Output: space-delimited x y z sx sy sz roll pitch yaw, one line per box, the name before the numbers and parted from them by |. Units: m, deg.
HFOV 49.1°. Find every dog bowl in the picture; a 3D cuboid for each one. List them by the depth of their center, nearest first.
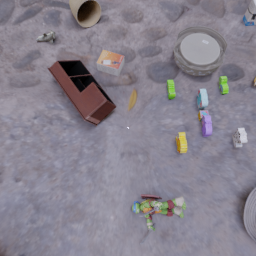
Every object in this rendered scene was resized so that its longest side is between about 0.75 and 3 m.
dog bowl | 2.775 -2.971 10.951 2.122 0.622 2.122 0 66 -1

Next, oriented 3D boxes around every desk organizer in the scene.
desk organizer | -1.626 -1.423 9.885 1.012 0.942 2.627 -41 68 8

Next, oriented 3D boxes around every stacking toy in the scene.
stacking toy | 2.682 -0.585 9.859 2.241 0.698 2.972 -4 65 -2

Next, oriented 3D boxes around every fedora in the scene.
fedora | 4.708 2.629 7.688 2.615 1.181 2.313 12 97 1

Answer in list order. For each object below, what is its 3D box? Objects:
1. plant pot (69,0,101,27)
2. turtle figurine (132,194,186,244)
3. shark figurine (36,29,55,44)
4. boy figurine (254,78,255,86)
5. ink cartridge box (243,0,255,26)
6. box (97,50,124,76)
plant pot | -1.919 -5.037 11.688 1.153 1.153 1.231 -33 59 -13
turtle figurine | 0.946 2.610 8.218 1.535 1.583 1.140 -6 100 -7
shark figurine | -3.106 -3.637 11.293 0.712 1.191 0.497 -30 108 -42
boy figurine | 5.420 -1.756 10.378 1.382 0.716 2.222 12 69 8
ink cartridge box | 5.342 -4.775 11.493 0.791 1.091 0.457 -5 66 -2
box | -0.664 -2.514 10.826 0.897 0.477 0.683 17 67 8
